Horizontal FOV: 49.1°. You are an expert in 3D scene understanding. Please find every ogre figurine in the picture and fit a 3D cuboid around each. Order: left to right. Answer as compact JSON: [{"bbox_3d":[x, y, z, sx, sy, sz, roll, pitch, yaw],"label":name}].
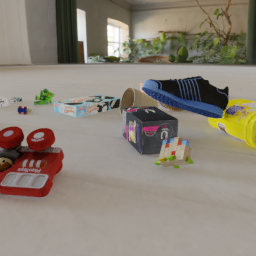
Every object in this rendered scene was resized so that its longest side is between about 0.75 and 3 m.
[{"bbox_3d":[-4.092,-1.506,13.830,0.691,0.566,1.153,12,26,6],"label":"ogre figurine"}]

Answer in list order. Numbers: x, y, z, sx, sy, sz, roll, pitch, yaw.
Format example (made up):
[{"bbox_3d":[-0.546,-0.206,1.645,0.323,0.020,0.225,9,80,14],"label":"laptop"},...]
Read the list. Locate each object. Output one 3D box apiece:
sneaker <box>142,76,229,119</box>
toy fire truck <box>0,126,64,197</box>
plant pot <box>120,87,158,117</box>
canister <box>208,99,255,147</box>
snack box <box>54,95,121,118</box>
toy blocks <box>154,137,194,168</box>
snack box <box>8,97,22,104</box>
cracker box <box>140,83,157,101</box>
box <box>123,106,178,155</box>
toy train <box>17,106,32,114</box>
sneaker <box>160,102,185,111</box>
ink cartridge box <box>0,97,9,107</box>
[{"bbox_3d":[1.798,-1.160,8.686,2.654,1.034,0.931,19,-10,2],"label":"sneaker"},{"bbox_3d":[-2.216,0.764,5.730,1.721,0.965,1.445,2,35,10],"label":"toy fire truck"},{"bbox_3d":[0.509,-0.894,11.069,1.275,1.194,1.194,11,10,-27],"label":"plant pot"},{"bbox_3d":[3.825,-0.247,8.726,1.757,1.024,2.366,-8,16,-13],"label":"canister"},{"bbox_3d":[-1.735,-1.022,12.348,1.514,0.484,2.607,13,21,38],"label":"snack box"},{"bbox_3d":[1.094,0.512,6.403,0.485,0.663,0.970,35,-32,-30],"label":"toy blocks"},{"bbox_3d":[-5.903,-1.390,14.159,0.537,0.171,0.924,9,19,28],"label":"snack box"},{"bbox_3d":[2.230,-2.029,15.210,2.764,0.797,1.851,-4,17,-16],"label":"cracker box"},{"bbox_3d":[0.571,-0.005,8.065,1.081,0.938,1.768,-5,18,-17],"label":"box"},{"bbox_3d":[-4.204,-0.733,11.766,0.765,0.324,0.443,6,4,19],"label":"toy train"},{"bbox_3d":[2.380,-1.279,12.594,2.547,0.955,1.148,2,13,-22],"label":"sneaker"},{"bbox_3d":[-6.176,-1.184,13.067,0.680,0.396,0.934,9,17,28],"label":"ink cartridge box"}]
